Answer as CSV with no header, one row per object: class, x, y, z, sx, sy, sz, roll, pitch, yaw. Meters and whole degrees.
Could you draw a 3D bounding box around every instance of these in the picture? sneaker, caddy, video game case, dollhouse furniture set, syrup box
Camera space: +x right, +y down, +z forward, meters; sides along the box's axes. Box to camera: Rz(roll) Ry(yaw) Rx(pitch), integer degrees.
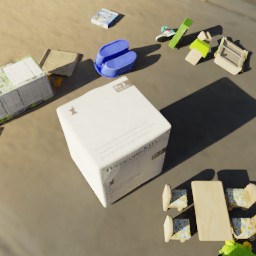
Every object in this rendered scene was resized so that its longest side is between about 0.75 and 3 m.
sneaker,1.281,-3.394,10.052,0.837,0.350,0.505,-20,63,-22
caddy,-0.396,-2.209,9.057,1.387,0.728,0.980,-28,83,-19
video game case,-0.874,-4.198,10.709,0.739,0.185,0.815,25,59,17
dollhouse furniture set,2.688,-2.575,9.497,2.500,0.965,1.249,32,52,-2
dollhouse furniture set,1.811,2.056,5.661,1.964,1.489,2.241,0,56,0
syrup box,-3.578,-0.948,7.972,2.560,1.043,1.008,-32,61,-20

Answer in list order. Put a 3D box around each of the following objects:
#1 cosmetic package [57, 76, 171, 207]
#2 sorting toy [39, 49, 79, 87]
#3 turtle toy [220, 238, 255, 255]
cosmetic package,-0.310,0.355,6.438,1.738,2.108,1.740,-29,61,-18
sorting toy,-2.360,-1.973,9.211,1.140,0.205,1.530,12,57,3
turtle toy,2.360,2.738,5.804,0.940,0.475,0.685,17,32,10
